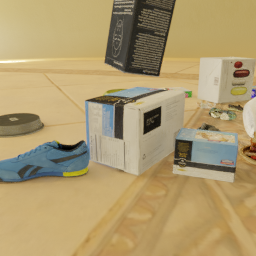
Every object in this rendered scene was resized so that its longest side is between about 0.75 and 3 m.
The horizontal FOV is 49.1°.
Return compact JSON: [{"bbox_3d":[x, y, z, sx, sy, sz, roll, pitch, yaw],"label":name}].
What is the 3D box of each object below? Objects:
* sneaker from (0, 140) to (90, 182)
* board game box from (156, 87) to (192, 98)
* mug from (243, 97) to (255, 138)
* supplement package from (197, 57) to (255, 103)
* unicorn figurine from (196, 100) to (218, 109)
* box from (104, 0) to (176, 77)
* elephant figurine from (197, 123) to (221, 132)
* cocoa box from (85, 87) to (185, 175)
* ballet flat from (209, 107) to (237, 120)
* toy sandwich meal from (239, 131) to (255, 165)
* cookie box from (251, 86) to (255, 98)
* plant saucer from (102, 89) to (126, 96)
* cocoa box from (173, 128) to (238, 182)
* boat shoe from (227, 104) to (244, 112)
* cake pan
[{"bbox_3d":[-2.011,0.664,6.358,2.258,0.885,0.744,-4,20,-9],"label":"sneaker"},{"bbox_3d":[2.437,-1.946,15.401,1.740,0.351,1.332,-4,18,-11],"label":"board game box"},{"bbox_3d":[4.532,-0.379,8.000,1.960,1.650,2.235,-7,-5,5],"label":"mug"},{"bbox_3d":[4.951,-2.486,14.181,2.203,2.107,1.620,-8,19,-24],"label":"supplement package"},{"bbox_3d":[3.601,-1.041,12.679,0.974,0.360,0.669,-13,27,7],"label":"unicorn figurine"},{"bbox_3d":[0.339,-3.560,10.468,1.538,2.873,2.133,2,20,-26],"label":"box"},{"bbox_3d":[2.441,0.291,8.194,0.643,0.705,0.909,39,12,-29],"label":"elephant figurine"},{"bbox_3d":[0.257,-0.095,7.396,1.616,1.642,2.462,11,21,32],"label":"cocoa box"},{"bbox_3d":[3.649,-0.497,10.934,0.443,0.443,1.193,-10,18,-30],"label":"ballet flat"},{"bbox_3d":[3.656,0.546,7.265,1.524,0.522,1.524,0,18,0],"label":"toy sandwich meal"},{"bbox_3d":[7.003,-1.986,15.287,1.311,0.493,1.121,-6,17,-21],"label":"cookie box"},{"bbox_3d":[-0.279,-1.780,14.897,2.295,0.357,2.295,0,18,0],"label":"plant saucer"},{"bbox_3d":[1.811,0.582,6.532,1.360,0.893,0.907,6,19,18],"label":"cocoa box"},{"bbox_3d":[4.773,-0.878,12.158,0.867,0.281,0.317,8,19,23],"label":"boat shoe"},{"bbox_3d":[-3.927,-0.147,9.739,1.942,0.356,1.942,0,18,0],"label":"cake pan"}]
